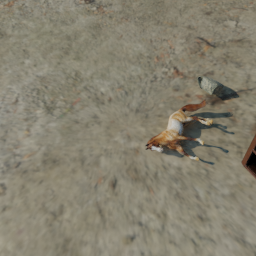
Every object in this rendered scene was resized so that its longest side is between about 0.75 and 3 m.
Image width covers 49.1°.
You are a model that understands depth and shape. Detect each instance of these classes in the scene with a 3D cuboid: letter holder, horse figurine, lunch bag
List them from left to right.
[{"bbox_3d":[1.652,0.026,8.468,1.519,0.572,2.292,15,57,23],"label":"horse figurine"},{"bbox_3d":[2.792,-1.498,9.647,0.775,0.456,0.636,44,30,28],"label":"lunch bag"},{"bbox_3d":[4.951,0.761,7.183,2.958,1.488,2.103,-17,49,-16],"label":"letter holder"}]
